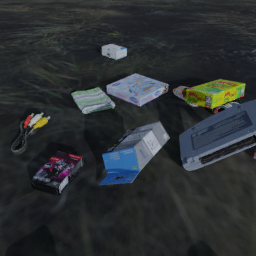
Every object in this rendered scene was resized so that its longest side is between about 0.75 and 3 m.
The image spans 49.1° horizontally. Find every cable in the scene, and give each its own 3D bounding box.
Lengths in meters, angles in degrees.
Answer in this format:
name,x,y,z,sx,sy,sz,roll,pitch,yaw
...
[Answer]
name,x,y,z,sx,sy,sz,roll,pitch,yaw
cable,-3.520,0.098,9.555,0.978,0.507,2.013,8,33,12

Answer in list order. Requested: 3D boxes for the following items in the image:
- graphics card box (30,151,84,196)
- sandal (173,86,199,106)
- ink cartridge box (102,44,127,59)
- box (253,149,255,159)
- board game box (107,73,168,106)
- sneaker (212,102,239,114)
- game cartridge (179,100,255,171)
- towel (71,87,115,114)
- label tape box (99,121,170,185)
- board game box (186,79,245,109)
name,x,y,z,sx,sy,sz,roll,pitch,yaw
graphics card box,-1.969,1.238,7.896,0.880,0.357,1.402,12,35,18
sandal,2.597,-1.498,12.106,0.652,0.488,1.702,-14,35,-21
ink cartridge box,-0.842,-4.667,17.080,1.267,0.544,0.928,25,39,36
box,4.407,0.675,8.659,1.015,0.485,0.506,-22,38,-31
board game box,0.430,-1.775,12.614,1.981,0.408,1.985,27,41,35
sneaker,3.890,-0.701,10.949,1.109,0.416,0.469,-11,31,1
game cartridge,2.800,0.162,8.346,2.634,0.547,1.754,-27,21,22
towel,-1.524,-1.235,11.883,1.415,0.291,1.897,-13,34,-21
label tape box,0.047,0.672,7.678,1.408,0.618,1.952,-17,19,47
board game box,3.651,-1.467,11.615,2.429,0.578,1.234,-20,29,-37
